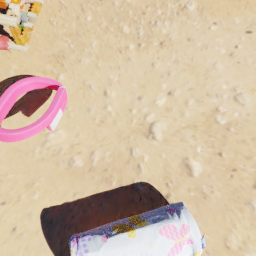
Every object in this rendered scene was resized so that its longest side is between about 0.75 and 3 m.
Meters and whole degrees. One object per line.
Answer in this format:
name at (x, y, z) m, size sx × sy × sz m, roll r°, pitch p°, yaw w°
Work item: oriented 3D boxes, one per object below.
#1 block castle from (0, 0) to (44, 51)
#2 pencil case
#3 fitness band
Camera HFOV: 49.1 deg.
block castle at (-3.600, -3.812, 8.806) m, size 1.141 × 1.625 × 2.432 m, roll 11°, pitch 69°, yaw -2°
pencil case at (0.175, 2.706, 6.415) m, size 2.984 × 1.241 × 1.354 m, roll -14°, pitch 113°, yaw -6°
fitness band at (-2.539, -0.564, 7.236) m, size 1.722 × 0.449 × 2.397 m, roll 4°, pitch 44°, yaw 8°
